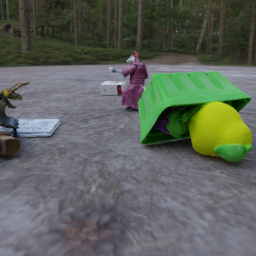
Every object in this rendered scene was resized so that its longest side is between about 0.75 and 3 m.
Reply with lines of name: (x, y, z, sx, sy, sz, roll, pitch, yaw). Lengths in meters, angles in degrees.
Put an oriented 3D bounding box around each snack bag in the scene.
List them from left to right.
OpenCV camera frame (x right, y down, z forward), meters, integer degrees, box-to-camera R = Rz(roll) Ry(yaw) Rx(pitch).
snack bag: (-3.401, -0.015, 9.501, 1.925, 0.206, 1.815, -1, 15, -4)

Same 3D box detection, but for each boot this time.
boot: (-3.820, 0.360, 6.881, 1.452, 0.717, 1.870, 5, 7, 36)

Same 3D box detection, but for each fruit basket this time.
fruit basket: (1.985, -0.122, 7.620, 3.117, 2.248, 3.117, 10, 55, -15)

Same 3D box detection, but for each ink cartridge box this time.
ink cartridge box: (-0.850, -2.451, 17.226, 1.398, 0.668, 1.592, 2, 16, 8)

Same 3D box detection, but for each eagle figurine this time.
eagle figurine: (-3.983, -0.414, 7.878, 1.828, 1.838, 2.422, 29, 30, -22)

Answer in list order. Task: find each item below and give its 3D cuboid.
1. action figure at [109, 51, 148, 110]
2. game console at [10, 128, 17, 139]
action figure: (0.371, -2.047, 12.251, 1.735, 2.590, 1.929, -11, 18, -37)
game console: (-3.503, 0.304, 7.887, 0.507, 0.731, 0.856, 22, 5, -28)
